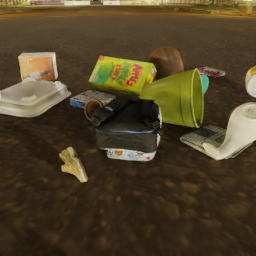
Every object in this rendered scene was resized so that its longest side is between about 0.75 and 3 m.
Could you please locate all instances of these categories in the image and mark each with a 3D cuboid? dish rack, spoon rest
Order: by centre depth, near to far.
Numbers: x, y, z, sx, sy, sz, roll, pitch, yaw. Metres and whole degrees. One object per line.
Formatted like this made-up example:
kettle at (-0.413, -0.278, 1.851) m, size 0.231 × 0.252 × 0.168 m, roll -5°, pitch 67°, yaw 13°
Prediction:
spoon rest at (2.747, 0.072, 6.953) m, size 2.126 × 0.644 × 1.056 m, roll -35°, pitch 47°, yaw -18°
dish rack at (-4.049, -1.404, 11.493) m, size 2.546 × 0.646 × 2.967 m, roll 9°, pitch 28°, yaw 19°

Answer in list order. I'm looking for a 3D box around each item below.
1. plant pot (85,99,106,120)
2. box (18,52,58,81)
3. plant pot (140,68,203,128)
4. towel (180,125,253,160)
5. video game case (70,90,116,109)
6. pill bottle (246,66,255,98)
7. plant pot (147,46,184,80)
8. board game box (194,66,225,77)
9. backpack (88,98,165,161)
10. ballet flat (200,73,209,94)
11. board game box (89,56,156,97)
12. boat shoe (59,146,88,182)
plant pot at (-1.040, -0.643, 9.987) m, size 0.779 × 0.779 × 0.679 m, roll 15°, pitch 13°, yaw 26°
box at (-4.457, -3.061, 14.003) m, size 1.639 × 1.248 × 0.872 m, roll -3°, pitch 27°, yaw -4°
plant pot at (1.459, -0.939, 9.526) m, size 1.858 × 1.930 × 1.930 m, roll -2°, pitch 24°, yaw 24°
towel at (2.668, 0.410, 8.425) m, size 1.564 × 0.281 × 1.625 m, roll -19°, pitch 30°, yaw -37°
video game case at (-1.394, -1.117, 11.245) m, size 1.359 × 0.309 × 1.232 m, roll 16°, pitch 33°, yaw 28°
pill bottle at (5.782, -2.117, 12.358) m, size 1.095 × 1.095 × 1.941 m, roll 9°, pitch 28°, yaw 17°
plant pot at (1.899, -2.622, 13.031) m, size 1.692 × 1.692 × 1.810 m, roll -4°, pitch 41°, yaw -8°
board game box at (4.407, -3.072, 15.200) m, size 0.881 × 0.237 × 1.469 m, roll -23°, pitch 35°, yaw -29°
backpack at (0.135, -0.036, 7.835) m, size 1.953 × 1.505 × 1.860 m, roll 7°, pitch 38°, yaw 12°
ballet flat at (2.450, -1.589, 11.503) m, size 0.934 × 1.011 × 2.997 m, roll 5°, pitch 26°, yaw 32°
board game box at (-0.265, -2.287, 12.333) m, size 2.693 × 0.641 × 1.368 m, roll 15°, pitch 76°, yaw 28°
boat shoe at (-1.421, 0.981, 7.073) m, size 0.507 × 0.477 × 1.331 m, roll -23°, pitch 33°, yaw -16°
